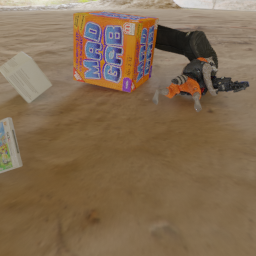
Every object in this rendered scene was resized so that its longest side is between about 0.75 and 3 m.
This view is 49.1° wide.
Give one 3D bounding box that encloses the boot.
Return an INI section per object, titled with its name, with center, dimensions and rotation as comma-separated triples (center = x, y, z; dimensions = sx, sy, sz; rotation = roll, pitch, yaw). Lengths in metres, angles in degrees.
[boot]
center = 2.105, -3.120, 11.403
dimensions = 0.927, 2.327, 2.823
rotation = -49, 43, -13

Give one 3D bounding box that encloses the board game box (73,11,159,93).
[board game box]
center = -0.432, -2.953, 10.440
dimensions = 2.337, 2.334, 2.335
rotation = 15, 28, 17

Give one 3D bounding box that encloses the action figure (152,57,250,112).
[action figure]
center = 2.279, -1.513, 8.734
dimensions = 2.574, 1.346, 2.490
rotation = 1, 37, 39

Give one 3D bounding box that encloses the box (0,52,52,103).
[box]
center = -3.394, -1.693, 9.252
dimensions = 1.014, 1.183, 1.177
rotation = -42, 40, -11

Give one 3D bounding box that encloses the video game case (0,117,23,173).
[video game case]
center = -2.554, 0.402, 5.372
dimensions = 1.045, 0.951, 0.115
rotation = -18, -7, 20
